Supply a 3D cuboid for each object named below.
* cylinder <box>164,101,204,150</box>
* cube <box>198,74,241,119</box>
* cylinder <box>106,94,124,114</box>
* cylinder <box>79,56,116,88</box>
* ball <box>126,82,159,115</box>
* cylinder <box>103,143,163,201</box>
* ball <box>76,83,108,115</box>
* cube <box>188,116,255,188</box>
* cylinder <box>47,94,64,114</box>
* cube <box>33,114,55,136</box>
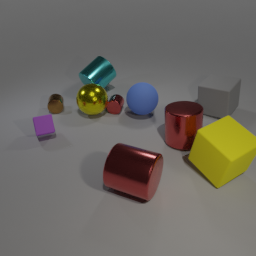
[{"bbox_3d":[2.083,-0.127,10.508,1.400,1.400,1.400,-4,27,2],"label":"cylinder"},{"bbox_3d":[4.053,-1.426,12.489,1.400,1.400,1.400,18,41,34],"label":"cube"},{"bbox_3d":[-0.572,-1.084,12.804,0.700,0.700,0.700,6,33,10],"label":"cylinder"},{"bbox_3d":[-1.550,-2.695,14.291,1.400,1.400,1.400,-46,49,-15],"label":"cylinder"},{"bbox_3d":[0.622,-1.274,12.168,1.400,1.400,1.400,0,32,0],"label":"ball"},{"bbox_3d":[0.180,1.276,8.349,1.400,1.400,1.400,14,35,21],"label":"cylinder"},{"bbox_3d":[-1.572,-1.262,12.313,1.400,1.400,1.400,0,32,0],"label":"ball"},{"bbox_3d":[2.992,0.722,8.801,1.400,1.400,1.400,-23,51,-25],"label":"cube"},{"bbox_3d":[-3.313,-1.119,12.856,0.700,0.700,0.700,-5,32,-8],"label":"cylinder"},{"bbox_3d":[-3.276,-0.103,10.889,0.700,0.700,0.700,-12,-1,-19],"label":"cube"}]
